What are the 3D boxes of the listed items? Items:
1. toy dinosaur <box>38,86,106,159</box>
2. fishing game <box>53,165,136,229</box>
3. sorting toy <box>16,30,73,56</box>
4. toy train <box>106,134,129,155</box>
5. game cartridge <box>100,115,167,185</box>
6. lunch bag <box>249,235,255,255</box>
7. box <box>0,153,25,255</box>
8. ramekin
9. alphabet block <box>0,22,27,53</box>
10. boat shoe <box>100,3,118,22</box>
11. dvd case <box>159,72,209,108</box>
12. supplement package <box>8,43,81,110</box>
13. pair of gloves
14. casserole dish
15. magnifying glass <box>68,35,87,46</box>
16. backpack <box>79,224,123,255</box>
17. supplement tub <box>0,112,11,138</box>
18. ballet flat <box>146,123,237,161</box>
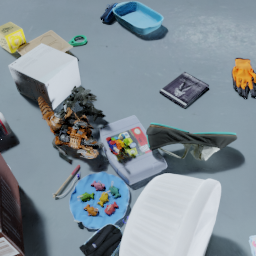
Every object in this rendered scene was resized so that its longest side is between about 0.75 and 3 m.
[{"bbox_3d":[-1.897,-0.272,9.132,2.994,1.530,2.032,40,75,4],"label":"toy dinosaur"},{"bbox_3d":[-0.819,1.947,7.843,2.484,0.386,1.779,23,53,20],"label":"fishing game"},{"bbox_3d":[-3.660,-3.432,12.280,1.875,0.370,2.026,-37,55,-19],"label":"sorting toy"},{"bbox_3d":[-0.209,0.489,8.251,0.591,0.432,1.021,-25,23,-16],"label":"toy train"},{"bbox_3d":[0.028,0.635,8.931,1.527,0.469,2.293,-23,54,-13],"label":"game cartridge"},{"bbox_3d":[3.439,3.046,6.811,0.922,0.586,0.781,6,51,-8],"label":"lunch bag"},{"bbox_3d":[-3.729,2.069,6.790,1.809,1.827,2.203,-14,52,-12],"label":"box"},{"bbox_3d":[0.948,2.298,6.103,1.326,2.846,2.846,18,52,27],"label":"ramekin"},{"bbox_3d":[-5.241,-4.052,12.520,0.922,0.900,0.905,34,60,24],"label":"alphabet block"},{"bbox_3d":[-0.960,-6.003,14.335,0.512,0.628,1.493,18,50,18],"label":"boat shoe"},{"bbox_3d":[2.187,-1.514,10.893,1.218,0.131,1.638,37,59,26],"label":"dvd case"},{"bbox_3d":[-3.033,-1.957,10.479,1.795,1.320,1.716,26,55,20],"label":"supplement package"},{"bbox_3d":[5.466,-1.926,11.120,2.640,0.326,2.352,13,51,9],"label":"pair of gloves"},{"bbox_3d":[0.471,-5.448,13.910,1.708,0.547,2.820,-32,58,-24],"label":"casserole dish"},{"bbox_3d":[-2.591,-3.886,12.844,1.566,0.175,0.623,-34,59,-22],"label":"magnifying glass"},{"bbox_3d":[-0.547,2.855,6.940,0.811,0.764,0.994,33,79,27],"label":"backpack"},{"bbox_3d":[-4.519,0.057,9.141,1.150,0.807,0.807,-30,56,-23],"label":"supplement tub"},{"bbox_3d":[1.934,0.480,8.659,2.883,0.980,0.986,6,87,-6],"label":"ballet flat"}]
